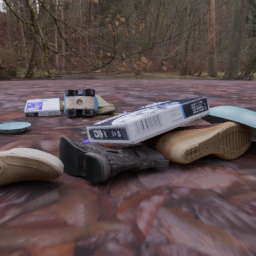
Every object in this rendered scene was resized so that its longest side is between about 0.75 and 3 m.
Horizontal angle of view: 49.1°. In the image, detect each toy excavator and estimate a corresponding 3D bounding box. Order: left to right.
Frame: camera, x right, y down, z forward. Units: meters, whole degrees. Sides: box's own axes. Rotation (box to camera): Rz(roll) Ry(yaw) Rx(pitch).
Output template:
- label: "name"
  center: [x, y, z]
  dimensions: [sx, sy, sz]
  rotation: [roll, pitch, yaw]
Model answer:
- label: "toy excavator"
  center: [-2.791, -1.225, 14.846]
  dimensions: [2.574, 1.322, 2.647]
  rotation: [-1, -1, 1]

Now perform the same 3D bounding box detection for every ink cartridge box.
- label: "ink cartridge box"
  center: [-4.485, -1.099, 14.829]
  dimensions: [1.731, 0.379, 1.748]
  rotation: [-5, 27, -13]
- label: "ink cartridge box"
  center: [0.339, -0.217, 8.130]
  dimensions: [2.838, 0.622, 2.865]
  rotation: [-20, 9, -34]

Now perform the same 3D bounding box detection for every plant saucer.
- label: "plant saucer"
  center: [-4.463, 0.017, 10.908]
  dimensions: [1.313, 0.253, 1.313]
  rotation: [0, 12, 0]
- label: "plant saucer"
  center: [3.563, -0.150, 8.512]
  dimensions: [2.815, 0.542, 2.815]
  rotation: [21, 1, 0]

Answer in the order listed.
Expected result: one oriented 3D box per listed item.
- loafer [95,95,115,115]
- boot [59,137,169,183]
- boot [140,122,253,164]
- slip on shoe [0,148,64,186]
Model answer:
- label: "loafer"
  center: [-1.712, -1.313, 15.283]
  dimensions: [1.021, 0.921, 2.698]
  rotation: [-11, 17, -41]
- label: "boot"
  center: [-0.427, 0.715, 6.986]
  dimensions: [2.026, 0.806, 2.327]
  rotation: [-5, 18, -42]
- label: "boot"
  center: [1.812, 0.193, 8.234]
  dimensions: [2.945, 1.065, 2.450]
  rotation: [-9, 17, -27]
- label: "slip on shoe"
  center: [-2.675, 0.912, 5.852]
  dimensions: [2.581, 0.981, 0.782]
  rotation: [7, 51, -1]
